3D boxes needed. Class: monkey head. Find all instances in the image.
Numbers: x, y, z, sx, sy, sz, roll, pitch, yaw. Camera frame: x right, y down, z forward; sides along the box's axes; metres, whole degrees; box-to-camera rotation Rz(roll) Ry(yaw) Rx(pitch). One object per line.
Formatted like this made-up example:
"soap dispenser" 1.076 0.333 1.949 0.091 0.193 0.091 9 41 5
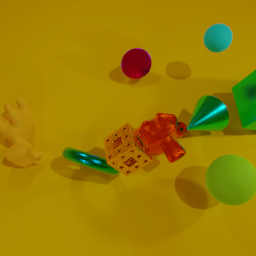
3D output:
"monkey head" 0.861 0.369 7.229 1.975 1.190 1.421 -30 66 -12

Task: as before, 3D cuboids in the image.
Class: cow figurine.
"cow figurine" -2.862 0.173 7.514 0.893 1.600 1.626 -19 29 8

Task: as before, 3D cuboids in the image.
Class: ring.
"ring" -0.881 0.815 6.867 1.508 1.508 0.302 17 81 8

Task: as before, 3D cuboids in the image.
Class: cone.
"cone" 1.904 -0.182 7.423 1.077 1.073 1.073 -29 66 -32
"cone" 0.174 -2.085 8.646 0.923 0.923 0.926 -11 28 -5

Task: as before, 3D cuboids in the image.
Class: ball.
"ball" 2.379 1.189 6.447 1.155 1.155 1.155 0 64 0
"ball" 2.419 -2.418 7.548 0.744 0.744 0.744 0 64 0

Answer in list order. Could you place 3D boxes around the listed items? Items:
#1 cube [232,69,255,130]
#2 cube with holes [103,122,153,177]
"cube" 3.854 -0.772 7.496 1.318 1.318 1.318 7 62 -24
"cube with holes" -0.009 0.490 6.267 0.724 0.724 0.724 -35 41 19
